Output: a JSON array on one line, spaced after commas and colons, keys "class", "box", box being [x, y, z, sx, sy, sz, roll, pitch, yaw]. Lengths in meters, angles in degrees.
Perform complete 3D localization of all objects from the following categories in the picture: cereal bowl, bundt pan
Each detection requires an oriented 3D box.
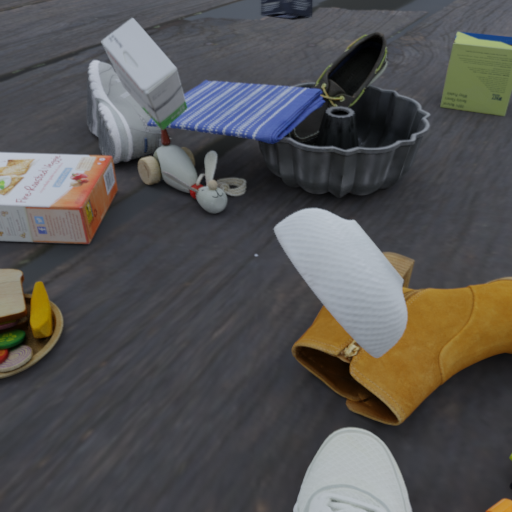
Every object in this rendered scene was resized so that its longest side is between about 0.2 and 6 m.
[{"class": "cereal bowl", "box": [0.702, 0.113, 4.135, 0.512, 1.229, 1.229, -40, 39, 10]}, {"class": "bundt pan", "box": [1.414, -2.013, 9.864, 3.040, 1.141, 3.040, 1, 37, -1]}]

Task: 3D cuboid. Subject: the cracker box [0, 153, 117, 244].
[{"class": "cracker box", "box": [-3.628, -0.953, 8.779, 2.480, 0.715, 1.661, 1, 36, 3]}]

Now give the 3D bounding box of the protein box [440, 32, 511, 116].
[{"class": "protein box", "box": [4.932, -3.998, 12.284, 1.410, 1.420, 0.958, 14, 39, 18]}]

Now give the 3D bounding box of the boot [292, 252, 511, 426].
[{"class": "boot", "box": [2.032, 1.058, 6.006, 2.910, 1.024, 2.083, 19, 46, 29]}]

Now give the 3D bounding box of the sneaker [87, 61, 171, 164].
[{"class": "sneaker", "box": [-2.617, -2.835, 11.183, 1.313, 1.197, 3.203, -6, 46, -24]}]

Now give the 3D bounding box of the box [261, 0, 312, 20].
[{"class": "box", "box": [0.544, -4.649, 9.835, 0.837, 0.851, 0.500, -14, 22, -42]}]

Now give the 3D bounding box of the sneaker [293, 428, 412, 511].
[{"class": "sneaker", "box": [0.643, 2.346, 3.989, 1.094, 1.180, 2.911, 7, 36, 12]}]

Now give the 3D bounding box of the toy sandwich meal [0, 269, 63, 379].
[{"class": "toy sandwich meal", "box": [-3.050, 0.772, 6.603, 1.586, 0.543, 1.586, 0, 37, 0]}]

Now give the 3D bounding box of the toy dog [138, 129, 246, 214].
[{"class": "toy dog", "box": [-1.156, -1.497, 9.333, 1.929, 0.929, 1.272, 19, 41, 24]}]

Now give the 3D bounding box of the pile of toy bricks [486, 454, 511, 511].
[{"class": "pile of toy bricks", "box": [2.884, 1.865, 4.391, 2.884, 1.424, 1.600, -21, 41, -26]}]

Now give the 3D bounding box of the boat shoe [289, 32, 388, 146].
[{"class": "boat shoe", "box": [1.461, -3.027, 10.227, 0.884, 0.747, 2.480, 40, 89, 10]}]

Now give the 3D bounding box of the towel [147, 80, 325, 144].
[{"class": "towel", "box": [-0.325, -2.463, 9.528, 2.549, 0.304, 1.845, 14, 43, 29]}]

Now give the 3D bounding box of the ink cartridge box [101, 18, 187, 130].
[{"class": "ink cartridge box", "box": [-1.321, -2.173, 6.833, 0.487, 1.158, 0.845, -41, 85, -6]}]
